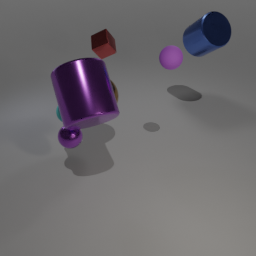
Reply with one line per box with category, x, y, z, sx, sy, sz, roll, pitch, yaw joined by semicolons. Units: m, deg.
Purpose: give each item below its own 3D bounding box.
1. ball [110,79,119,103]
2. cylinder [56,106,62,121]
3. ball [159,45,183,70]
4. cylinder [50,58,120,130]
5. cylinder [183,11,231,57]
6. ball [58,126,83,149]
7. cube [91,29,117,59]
ball;-1.006;-1.028;9.107;1.400;1.400;1.400;0;31;0
cylinder;-1.661;-0.470;8.083;0.700;0.700;0.700;-15;9;-23
ball;1.267;-2.072;8.257;0.700;0.700;0.700;0;31;0
cylinder;-1.055;-0.803;6.928;1.400;1.400;1.400;-16;-6;-2
cylinder;3.162;-3.747;11.321;1.400;1.400;1.400;-12;2;-20
ball;-1.647;0.238;7.986;0.700;0.700;0.700;0;31;0
cube;-0.929;-3.192;10.686;0.700;0.700;0.700;-18;64;21
